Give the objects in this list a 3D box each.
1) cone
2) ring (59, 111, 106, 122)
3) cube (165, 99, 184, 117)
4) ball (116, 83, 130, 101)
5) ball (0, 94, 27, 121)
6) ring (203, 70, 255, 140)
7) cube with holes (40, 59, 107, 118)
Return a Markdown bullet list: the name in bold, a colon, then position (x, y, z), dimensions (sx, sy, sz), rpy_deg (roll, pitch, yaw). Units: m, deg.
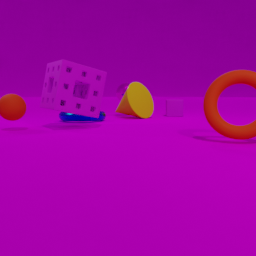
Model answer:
- **cone**: position (-0.011, -0.890, 11.456), dimensions (1.518, 1.512, 1.512), rpy_deg (-22, -9, 41)
- **ring**: position (-1.621, -0.442, 10.010), dimensions (1.668, 0.334, 1.668), rpy_deg (0, 5, 0)
- **cube**: position (2.011, -0.875, 12.167), dimensions (0.711, 0.711, 0.711), rpy_deg (0, 7, 4)
- **ball**: position (-0.094, -1.535, 12.231), dimensions (0.848, 0.848, 0.848), rpy_deg (0, 7, 0)
- **ball**: position (-3.035, -0.541, 7.338), dimensions (0.711, 0.711, 0.711), rpy_deg (0, 7, 0)
- **ring**: position (2.164, -0.454, 5.430), dimensions (1.367, 1.367, 0.273), rpy_deg (2, -4, 18)
- **cube with holes**: position (-1.577, -1.073, 7.946), dimensions (1.295, 1.295, 1.295), rpy_deg (10, 1, -34)
